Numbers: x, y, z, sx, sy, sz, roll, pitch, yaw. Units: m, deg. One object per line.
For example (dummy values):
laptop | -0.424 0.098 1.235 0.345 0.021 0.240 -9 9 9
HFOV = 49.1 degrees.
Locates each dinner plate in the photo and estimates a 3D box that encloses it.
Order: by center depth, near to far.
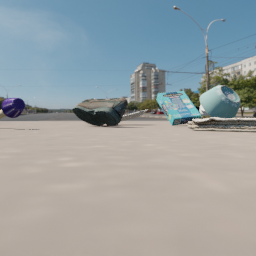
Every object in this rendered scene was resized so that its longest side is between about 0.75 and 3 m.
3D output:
dinner plate | -0.078 -0.538 13.998 2.293 0.278 2.293 -16 4 1

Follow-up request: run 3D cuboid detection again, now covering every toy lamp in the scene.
toy lamp | -3.564 -0.449 8.036 2.013 0.586 0.586 -13 -7 42

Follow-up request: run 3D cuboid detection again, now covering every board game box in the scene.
board game box | 2.126 -0.869 11.893 1.279 0.398 1.694 -7 46 -18

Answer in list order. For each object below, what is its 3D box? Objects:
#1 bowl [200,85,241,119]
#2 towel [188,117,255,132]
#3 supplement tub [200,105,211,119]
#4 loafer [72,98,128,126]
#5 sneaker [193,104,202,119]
bowl | 3.184 -0.897 9.367 1.392 1.392 0.728 -1 -39 -33
towel | 2.430 -0.094 6.438 1.848 0.319 1.224 2 3 38
supplement tub | 3.112 -0.564 10.877 0.572 0.572 0.788 1 -41 31
loafer | -1.009 -0.653 10.253 2.832 0.891 1.018 8 -36 51
sneaker | 2.937 -0.566 13.325 2.697 0.967 1.117 14 -20 -22
